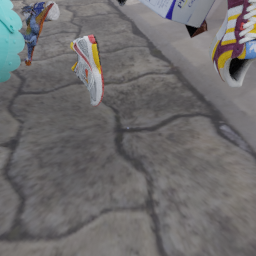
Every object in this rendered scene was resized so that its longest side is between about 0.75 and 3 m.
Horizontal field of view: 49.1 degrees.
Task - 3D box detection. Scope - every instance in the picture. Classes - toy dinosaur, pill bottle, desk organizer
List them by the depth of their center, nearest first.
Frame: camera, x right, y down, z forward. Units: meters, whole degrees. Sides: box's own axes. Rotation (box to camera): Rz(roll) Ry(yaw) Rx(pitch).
[{"bbox_3d":[-2.374,-2.297,7.078,1.487,1.350,0.781,-20,40,-22],"label":"toy dinosaur"},{"bbox_3d":[-2.558,-3.405,8.235,0.967,0.537,0.537,6,37,25],"label":"pill bottle"},{"bbox_3d":[1.838,-3.428,8.285,0.530,0.493,1.376,-23,78,14],"label":"desk organizer"}]

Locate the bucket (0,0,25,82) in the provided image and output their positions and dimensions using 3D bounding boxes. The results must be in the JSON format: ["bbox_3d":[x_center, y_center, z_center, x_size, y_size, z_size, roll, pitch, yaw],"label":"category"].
[{"bbox_3d":[-3.098,-1.695,5.107,2.007,2.007,1.305,17,15,21],"label":"bucket"}]

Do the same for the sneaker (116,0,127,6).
[{"bbox_3d":[-0.254,-4.295,7.615,0.880,2.354,0.965,-4,79,13],"label":"sneaker"}]

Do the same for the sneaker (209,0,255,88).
[{"bbox_3d":[2.260,-1.924,5.190,0.949,2.533,1.141,-8,52,-3],"label":"sneaker"}]

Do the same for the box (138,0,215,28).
[{"bbox_3d":[1.105,-3.904,6.504,1.262,2.212,2.406,0,40,-39],"label":"box"}]

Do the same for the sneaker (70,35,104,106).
[{"bbox_3d":[-0.638,-0.885,4.477,0.464,1.130,0.440,-8,25,-1],"label":"sneaker"}]
